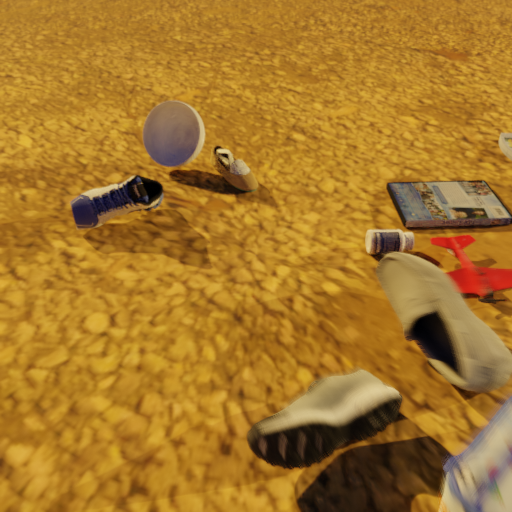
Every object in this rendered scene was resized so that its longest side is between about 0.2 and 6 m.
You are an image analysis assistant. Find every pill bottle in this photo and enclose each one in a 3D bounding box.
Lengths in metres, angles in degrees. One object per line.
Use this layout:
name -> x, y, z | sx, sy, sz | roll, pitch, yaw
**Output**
pill bottle -> 2.554, -0.271, 10.704 | 0.843, 0.468, 0.468 | -1, 37, -1

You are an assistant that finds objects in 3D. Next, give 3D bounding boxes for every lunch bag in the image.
lunch bag -> 3.387, 2.649, 6.451 | 2.531, 0.956, 2.028 | -28, 45, -33

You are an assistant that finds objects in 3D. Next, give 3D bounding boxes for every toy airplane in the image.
toy airplane -> 3.868, 0.186, 10.185 | 1.992, 0.366, 1.992 | 1, 37, -1

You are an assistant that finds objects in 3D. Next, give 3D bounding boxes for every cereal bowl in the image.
cereal bowl -> -1.874, -2.849, 13.228 | 1.537, 1.537, 0.640 | 14, 11, 18

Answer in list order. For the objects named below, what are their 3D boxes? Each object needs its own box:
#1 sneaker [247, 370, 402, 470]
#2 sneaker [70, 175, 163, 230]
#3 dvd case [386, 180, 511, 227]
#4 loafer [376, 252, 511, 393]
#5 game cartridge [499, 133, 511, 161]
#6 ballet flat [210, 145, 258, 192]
sneaker -> 0.832, 2.080, 7.336 | 2.205, 0.815, 0.874 | -10, 32, -28
sneaker -> -2.717, -1.190, 11.237 | 1.974, 0.797, 1.140 | -19, -1, -23
dvd case -> 4.114, -1.154, 12.101 | 2.290, 0.201, 1.634 | -2, 36, -2
loafer -> 2.674, 0.904, 8.661 | 0.999, 1.001, 2.863 | -1, 34, -28
game cartridge -> 6.671, -2.766, 14.213 | 0.866, 0.266, 1.301 | 0, 37, 6
ballet flat -> -0.567, -2.069, 13.013 | 0.606, 0.556, 1.766 | -23, 43, -28
